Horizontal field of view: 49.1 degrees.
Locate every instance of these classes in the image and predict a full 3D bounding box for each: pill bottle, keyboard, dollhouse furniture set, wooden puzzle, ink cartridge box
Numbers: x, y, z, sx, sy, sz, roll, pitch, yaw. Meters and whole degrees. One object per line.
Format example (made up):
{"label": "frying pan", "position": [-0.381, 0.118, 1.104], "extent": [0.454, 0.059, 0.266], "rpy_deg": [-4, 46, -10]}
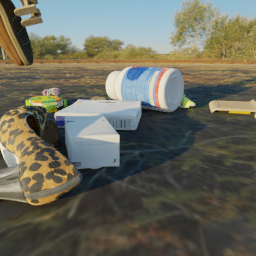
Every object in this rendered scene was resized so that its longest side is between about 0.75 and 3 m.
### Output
{"label": "pill bottle", "position": [0.581, -1.633, 11.345], "extent": [2.987, 1.676, 1.676], "rpy_deg": [12, 20, 36]}
{"label": "keyboard", "position": [-3.174, 0.295, 7.056], "extent": [2.860, 0.567, 1.489], "rpy_deg": [-4, 39, -17]}
{"label": "dollhouse furniture set", "position": [-2.540, -3.013, 6.120], "extent": [0.850, 1.121, 1.280], "rpy_deg": [-15, -14, -4]}
{"label": "wooden puzzle", "position": [4.161, -0.818, 11.068], "extent": [1.762, 0.328, 1.630], "rpy_deg": [-1, 15, 14]}
{"label": "ink cartridge box", "position": [-0.829, -0.495, 9.410], "extent": [2.515, 0.512, 2.520], "rpy_deg": [2, 16, 7]}

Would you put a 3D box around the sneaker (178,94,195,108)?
{"label": "sneaker", "position": [2.284, -1.147, 11.749], "extent": [0.523, 0.530, 1.387], "rpy_deg": [-6, 18, -28]}

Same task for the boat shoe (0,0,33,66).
{"label": "boat shoe", "position": [-3.291, -2.775, 6.680], "extent": [0.994, 2.925, 1.052], "rpy_deg": [-18, 30, 3]}

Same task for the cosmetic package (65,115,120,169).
{"label": "cosmetic package", "position": [-0.872, 0.250, 6.318], "extent": [1.026, 0.738, 1.818], "rpy_deg": [-3, 15, -17]}

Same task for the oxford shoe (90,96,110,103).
{"label": "oxford shoe", "position": [-1.194, -1.187, 12.203], "extent": [0.402, 0.379, 1.075], "rpy_deg": [21, 26, 39]}

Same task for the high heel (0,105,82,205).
{"label": "high heel", "position": [-1.517, 0.297, 5.308], "extent": [2.088, 1.046, 2.930], "rpy_deg": [-3, 31, 13]}

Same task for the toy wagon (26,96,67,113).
{"label": "toy wagon", "position": [-3.304, -1.003, 11.494], "extent": [1.506, 0.384, 1.941], "rpy_deg": [-8, 17, -26]}

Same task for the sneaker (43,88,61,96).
{"label": "sneaker", "position": [-4.077, -1.917, 14.871], "extent": [0.950, 0.382, 0.420], "rpy_deg": [-10, 11, -30]}
